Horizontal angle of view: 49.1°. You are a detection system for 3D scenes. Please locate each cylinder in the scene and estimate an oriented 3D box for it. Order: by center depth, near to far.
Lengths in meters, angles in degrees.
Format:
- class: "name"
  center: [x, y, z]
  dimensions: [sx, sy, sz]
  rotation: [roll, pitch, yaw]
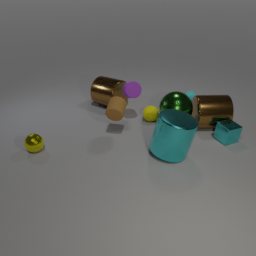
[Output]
- class: "cylinder"
  center: [1.592, 0.253, 9.874]
  dimensions: [1.400, 1.400, 1.400]
  rotation: [10, 29, -6]
- class: "cylinder"
  center: [-0.460, -0.744, 10.854]
  dimensions: [0.700, 0.700, 0.700]
  rotation: [6, 49, 11]
- class: "cylinder"
  center: [3.506, -0.690, 11.808]
  dimensions: [1.400, 1.400, 1.400]
  rotation: [-1, 29, -1]
- class: "cylinder"
  center: [0.164, -1.626, 11.924]
  dimensions: [0.700, 0.700, 0.700]
  rotation: [-6, 8, -10]
- class: "cylinder"
  center: [-0.873, -1.743, 13.705]
  dimensions: [1.400, 1.400, 1.400]
  rotation: [18, 33, 31]

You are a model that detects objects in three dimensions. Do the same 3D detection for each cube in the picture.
- class: "cube"
  center: [3.903, 0.152, 10.960]
  dimensions: [0.700, 0.700, 0.700]
  rotation: [-11, 34, -23]

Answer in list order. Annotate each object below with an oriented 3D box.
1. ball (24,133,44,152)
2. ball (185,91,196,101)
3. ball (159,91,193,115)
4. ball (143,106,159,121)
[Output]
- class: "ball"
  center: [-3.458, 0.546, 10.311]
  dimensions: [0.700, 0.700, 0.700]
  rotation: [0, 29, 0]
- class: "ball"
  center: [3.077, -1.464, 13.877]
  dimensions: [0.700, 0.700, 0.700]
  rotation: [0, 29, 0]
- class: "ball"
  center: [1.982, -0.817, 11.613]
  dimensions: [1.400, 1.400, 1.400]
  rotation: [0, 29, 0]
- class: "ball"
  center: [1.014, -0.642, 12.475]
  dimensions: [0.700, 0.700, 0.700]
  rotation: [0, 29, 0]
